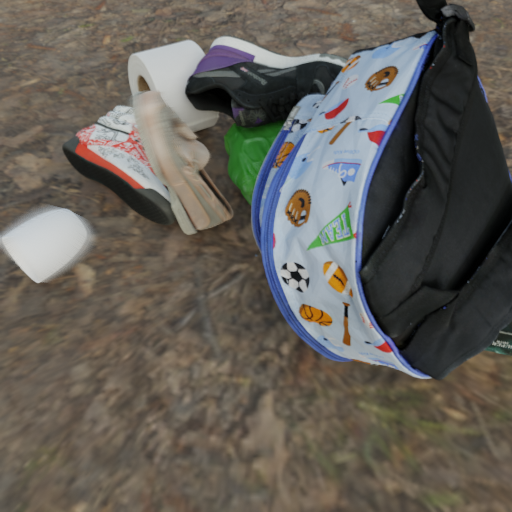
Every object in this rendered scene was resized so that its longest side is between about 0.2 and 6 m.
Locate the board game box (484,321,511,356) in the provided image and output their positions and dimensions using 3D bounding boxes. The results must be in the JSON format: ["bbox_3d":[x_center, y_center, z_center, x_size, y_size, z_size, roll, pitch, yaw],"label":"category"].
[{"bbox_3d":[4.255,0.076,8.702,2.379,0.495,3.517,11,46,10],"label":"board game box"}]

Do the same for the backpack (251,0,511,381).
[{"bbox_3d":[1.644,-0.477,7.101,2.995,3.888,3.703,-9,43,44],"label":"backpack"}]

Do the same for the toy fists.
[{"bbox_3d":[1.347,-1.857,10.109,3.789,1.303,1.932,-15,39,-13],"label":"toy fists"}]

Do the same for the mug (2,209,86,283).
[{"bbox_3d":[-3.217,-0.215,8.614,1.010,0.851,1.152,-41,18,-27],"label":"mug"}]

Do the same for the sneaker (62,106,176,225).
[{"bbox_3d":[-2.060,-1.770,10.048,2.938,0.981,1.575,32,66,31],"label":"sneaker"}]

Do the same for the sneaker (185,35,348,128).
[{"bbox_3d":[0.352,-2.631,9.612,3.378,1.279,1.479,19,61,24],"label":"sneaker"}]

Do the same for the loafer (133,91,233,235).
[{"bbox_3d":[-1.026,-1.393,8.468,0.885,2.814,1.012,-11,56,4],"label":"loafer"}]

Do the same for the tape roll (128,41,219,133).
[{"bbox_3d":[-1.648,-3.260,11.137,1.202,1.751,1.751,-24,50,-22],"label":"tape roll"}]
